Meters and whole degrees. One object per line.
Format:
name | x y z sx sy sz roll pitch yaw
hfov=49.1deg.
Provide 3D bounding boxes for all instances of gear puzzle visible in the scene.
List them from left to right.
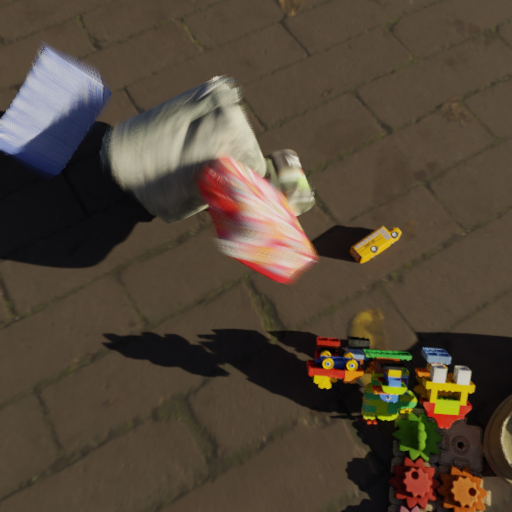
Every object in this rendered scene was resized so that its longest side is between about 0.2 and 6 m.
gear puzzle | 3.307 3.611 9.936 1.780 0.450 3.436 9 64 5

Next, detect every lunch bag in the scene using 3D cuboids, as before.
lunch bag | -1.379 -2.170 11.175 2.812 2.358 1.959 -23 76 8
lunch bag | -0.119 -0.739 10.103 0.941 2.022 2.296 -42 46 20

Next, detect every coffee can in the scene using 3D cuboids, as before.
coffee can | 0.649 -1.557 12.194 0.894 0.894 1.222 -16 72 -8

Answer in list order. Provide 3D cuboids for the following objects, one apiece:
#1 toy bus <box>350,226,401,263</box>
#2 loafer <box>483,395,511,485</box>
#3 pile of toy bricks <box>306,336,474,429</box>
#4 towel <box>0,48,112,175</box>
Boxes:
toy bus | 2.554 -0.268 11.933 1.085 0.353 0.425 -34 67 -15
loafer | 5.484 2.656 9.983 3.497 1.179 1.329 -37 71 -17
pile of toy bricks | 2.278 2.416 10.175 2.832 1.571 1.398 5 101 0
towel | -4.091 -2.782 11.167 2.191 1.586 0.261 -52 48 10
